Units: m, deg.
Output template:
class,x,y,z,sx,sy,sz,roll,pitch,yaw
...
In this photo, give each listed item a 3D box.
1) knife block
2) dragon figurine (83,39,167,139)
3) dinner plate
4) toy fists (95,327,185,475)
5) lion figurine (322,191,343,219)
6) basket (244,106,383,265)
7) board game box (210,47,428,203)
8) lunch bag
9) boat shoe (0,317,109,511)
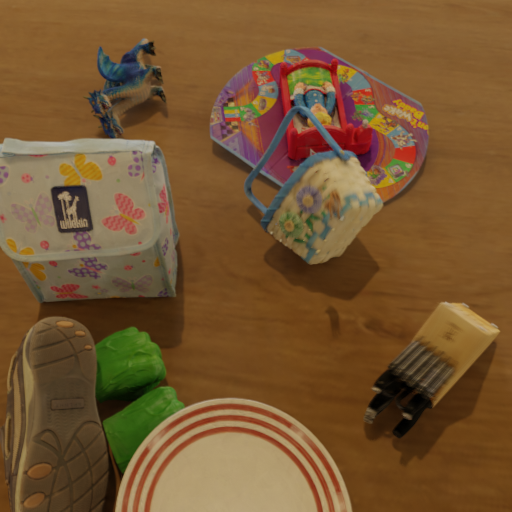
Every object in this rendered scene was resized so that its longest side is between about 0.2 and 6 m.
class,x,y,z,sx,sy,sz,roll,pitch,yaw
knife block,2.792,1.845,9.042,0.809,2.528,2.219,40,105,26
dragon figurine,-3.270,-4.412,13.630,1.862,1.102,3.744,-11,54,-9
dinner plate,-0.253,3.554,7.627,3.277,0.397,3.277,9,50,-11
toy fists,-1.834,2.197,8.771,1.184,0.799,2.323,-25,58,-9
lion figurine,1.227,-0.850,8.805,0.251,0.693,0.424,1,64,-7
basket,0.964,-1.270,10.475,1.715,2.174,2.466,-8,51,-44
board game box,1.447,-3.222,12.289,4.908,0.956,3.878,37,69,18
lunch bag,-2.781,-0.612,9.430,2.645,3.119,1.983,-1,52,-2
boat shoe,-2.984,2.678,8.145,1.293,1.272,3.470,15,62,-39
